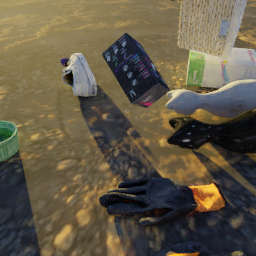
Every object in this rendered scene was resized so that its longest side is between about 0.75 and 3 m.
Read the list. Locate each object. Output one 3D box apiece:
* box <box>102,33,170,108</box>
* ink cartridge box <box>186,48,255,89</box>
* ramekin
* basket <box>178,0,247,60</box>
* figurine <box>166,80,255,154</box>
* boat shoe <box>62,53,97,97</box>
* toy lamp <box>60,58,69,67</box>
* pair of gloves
[{"bbox_3d":[0.167,-1.130,5.673,1.283,0.680,0.784,60,21,16],"label":"box"},{"bbox_3d":[3.645,-2.367,10.874,2.562,1.121,1.861,6,34,12],"label":"ink cartridge box"},{"bbox_3d":[-3.390,0.361,7.160,1.185,0.579,1.185,0,33,0],"label":"ramekin"},{"bbox_3d":[2.742,-3.744,8.753,1.750,2.157,2.176,18,56,18],"label":"basket"},{"bbox_3d":[2.476,-0.400,7.900,2.848,1.257,2.919,-1,32,6],"label":"figurine"},{"bbox_3d":[-2.005,-2.010,10.525,0.992,1.007,2.840,-9,41,-19],"label":"boat shoe"},{"bbox_3d":[-2.370,-2.717,12.086,1.453,0.423,0.423,27,42,34],"label":"toy lamp"},{"bbox_3d":[0.781,1.897,5.014,2.595,0.360,2.913,-3,32,-4],"label":"pair of gloves"}]
